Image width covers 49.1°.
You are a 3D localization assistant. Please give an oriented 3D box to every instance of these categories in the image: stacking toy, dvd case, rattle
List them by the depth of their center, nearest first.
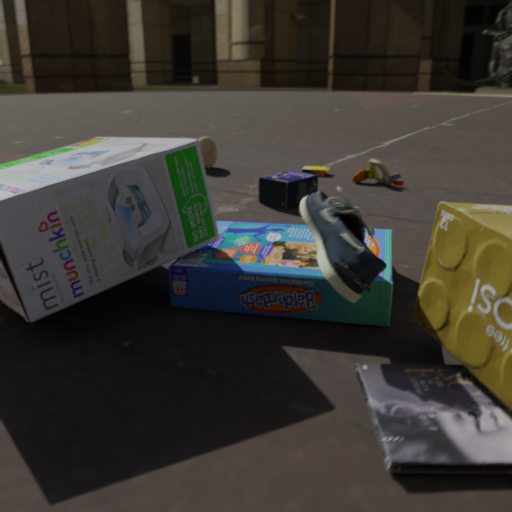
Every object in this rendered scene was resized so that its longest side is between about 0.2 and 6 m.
[{"bbox_3d":[1.990,1.397,5.029,1.945,0.155,1.446,1,20,-1],"label":"dvd case"},{"bbox_3d":[2.996,-1.885,13.772,0.730,0.665,1.022,-25,56,-28],"label":"rattle"},{"bbox_3d":[-2.176,-2.943,16.189,2.076,0.886,0.886,4,19,32],"label":"stacking toy"}]

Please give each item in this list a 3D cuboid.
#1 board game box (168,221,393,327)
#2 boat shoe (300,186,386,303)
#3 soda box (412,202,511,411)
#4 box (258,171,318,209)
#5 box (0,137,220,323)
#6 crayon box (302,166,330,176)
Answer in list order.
[{"bbox_3d":[0.464,0.139,7.776,2.776,0.625,2.112,4,21,13],"label":"board game box"},{"bbox_3d":[1.008,-0.287,6.643,0.775,0.640,2.071,40,20,-21],"label":"boat shoe"},{"bbox_3d":[2.927,0.845,4.316,1.334,1.412,4.168,1,22,-16],"label":"soda box"},{"bbox_3d":[0.706,-1.463,12.259,0.816,0.575,1.103,18,26,38],"label":"box"},{"bbox_3d":[-2.553,-0.571,7.705,2.727,1.494,3.091,-25,25,-33],"label":"box"},{"bbox_3d":[1.610,-2.276,15.053,0.702,0.178,0.445,5,21,15],"label":"crayon box"}]
